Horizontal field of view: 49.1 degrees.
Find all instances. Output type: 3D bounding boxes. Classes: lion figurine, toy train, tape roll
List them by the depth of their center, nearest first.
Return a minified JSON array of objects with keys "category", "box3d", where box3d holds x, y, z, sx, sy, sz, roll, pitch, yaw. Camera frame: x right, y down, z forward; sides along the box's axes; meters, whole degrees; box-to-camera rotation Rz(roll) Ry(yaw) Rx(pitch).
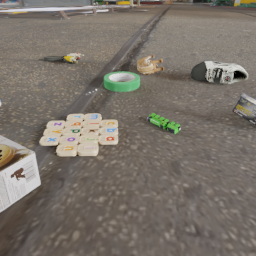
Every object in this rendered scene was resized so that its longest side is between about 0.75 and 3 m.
[{"category":"toy train","box3d":[1.236,-0.161,9.893,0.392,0.290,1.389,-35,43,-30]},{"category":"tape roll","box3d":[-0.291,-2.237,13.389,1.717,0.413,1.717,0,29,0]},{"category":"lion figurine","box3d":[1.014,-3.415,15.226,1.486,0.879,2.426,-14,18,-9]}]

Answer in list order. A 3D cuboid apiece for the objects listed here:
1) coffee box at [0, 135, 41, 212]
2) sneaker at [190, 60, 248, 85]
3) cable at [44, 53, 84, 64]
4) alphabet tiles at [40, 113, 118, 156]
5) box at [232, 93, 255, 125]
[{"category":"coffee box","box3d":[-3.620,1.355,6.371,1.537,1.085,2.719,19,35,30]},{"category":"sneaker","box3d":[4.442,-2.630,13.453,2.750,1.019,1.217,-4,28,-6]},{"category":"cable","box3d":[-3.796,-4.284,16.727,2.529,0.636,1.228,14,34,22]},{"category":"alphabet tiles","box3d":[-1.570,0.165,9.391,2.472,0.184,2.528,-2,30,-1]},{"category":"box","box3d":[4.180,-0.639,9.607,0.960,0.760,0.232,37,54,20]}]
